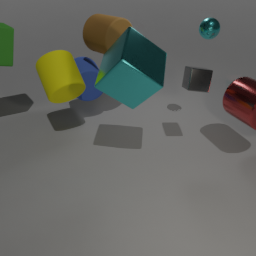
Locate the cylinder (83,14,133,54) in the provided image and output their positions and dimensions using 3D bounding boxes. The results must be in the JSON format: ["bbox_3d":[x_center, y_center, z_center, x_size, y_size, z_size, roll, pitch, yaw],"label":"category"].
[{"bbox_3d":[-0.732,-3.450,10.456,1.400,1.400,1.400,-27,39,-36],"label":"cylinder"}]

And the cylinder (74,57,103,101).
[{"bbox_3d":[-1.777,-2.049,11.639,1.400,1.400,1.400,-11,39,-16],"label":"cylinder"}]

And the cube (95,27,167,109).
[{"bbox_3d":[0.098,-1.660,7.988,1.400,1.400,1.400,28,52,-25],"label":"cube"}]

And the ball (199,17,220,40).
[{"bbox_3d":[2.740,-3.342,9.418,0.700,0.700,0.700,0,32,0],"label":"ball"}]

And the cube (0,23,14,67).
[{"bbox_3d":[-5.119,-3.138,10.307,1.400,1.400,1.400,-6,27,-36],"label":"cube"}]

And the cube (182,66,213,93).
[{"bbox_3d":[2.213,-1.574,9.008,0.700,0.700,0.700,4,18,-8],"label":"cube"}]

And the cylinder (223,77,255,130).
[{"bbox_3d":[4.114,-0.818,9.212,1.400,1.400,1.400,-12,31,-18],"label":"cylinder"}]

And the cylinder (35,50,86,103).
[{"bbox_3d":[-2.427,-1.827,10.105,1.400,1.400,1.400,-18,75,-27],"label":"cylinder"}]
